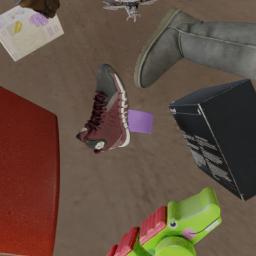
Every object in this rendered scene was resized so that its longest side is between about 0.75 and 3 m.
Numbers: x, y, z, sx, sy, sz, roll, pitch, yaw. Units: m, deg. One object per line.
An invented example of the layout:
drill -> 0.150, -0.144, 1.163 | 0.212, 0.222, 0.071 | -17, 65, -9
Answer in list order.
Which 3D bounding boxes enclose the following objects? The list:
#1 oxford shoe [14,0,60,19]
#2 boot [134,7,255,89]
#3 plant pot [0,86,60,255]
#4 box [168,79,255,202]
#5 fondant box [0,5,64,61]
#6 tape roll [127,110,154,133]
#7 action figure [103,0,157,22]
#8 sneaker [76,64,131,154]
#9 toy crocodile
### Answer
oxford shoe -> -1.851, -2.763, 6.089 | 0.635, 0.737, 1.746 | -28, 20, 21
boot -> 1.489, -1.361, 5.571 | 2.306, 0.837, 2.096 | 29, 91, 23
plant pot -> -2.285, 0.491, 4.029 | 2.265, 2.263, 1.996 | -10, 60, 44
box -> 1.589, 0.092, 4.944 | 0.876, 2.220, 1.567 | -29, 95, 0
fondant box -> -2.814, -2.831, 7.949 | 1.721, 1.241, 0.501 | -35, 70, -9
tape roll -> -0.110, -0.153, 5.633 | 1.225, 1.225, 0.402 | 6, 90, 4
action figure -> 0.061, -4.080, 7.157 | 1.823, 2.801, 0.972 | -19, 45, -15
sneaker -> -0.380, -0.149, 3.640 | 0.722, 1.250, 0.473 | -26, 36, -24
toy crocodile -> 0.199, 1.601, 3.623 | 0.751, 2.434, 0.821 | 42, 21, -4
